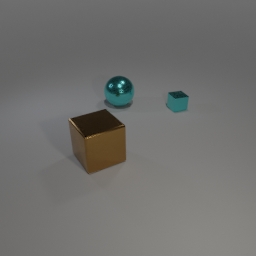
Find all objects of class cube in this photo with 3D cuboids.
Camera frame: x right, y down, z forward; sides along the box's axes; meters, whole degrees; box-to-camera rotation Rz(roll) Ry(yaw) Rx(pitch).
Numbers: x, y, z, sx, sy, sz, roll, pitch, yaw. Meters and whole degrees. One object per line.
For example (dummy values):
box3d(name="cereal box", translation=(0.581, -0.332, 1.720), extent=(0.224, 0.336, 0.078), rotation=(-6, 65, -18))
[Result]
box3d(name="cube", translation=(-1.000, 0.397, 9.249), extent=(1.400, 1.400, 1.400), rotation=(-18, 35, -25))
box3d(name="cube", translation=(2.250, -1.211, 12.715), extent=(0.700, 0.700, 0.700), rotation=(-10, 32, -18))

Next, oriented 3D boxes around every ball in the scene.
box3d(name="ball", translation=(-0.400, -1.687, 12.844), extent=(1.400, 1.400, 1.400), rotation=(0, 30, 0))
